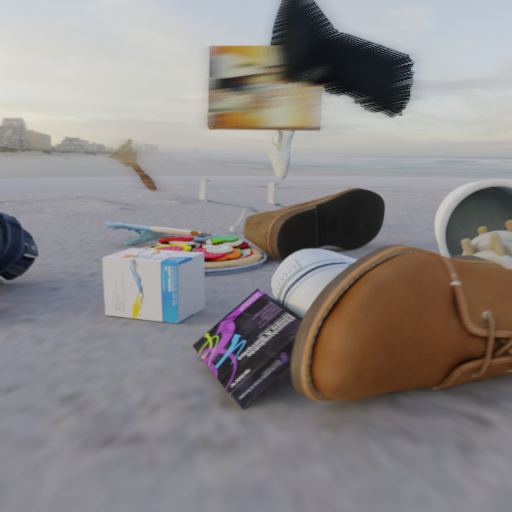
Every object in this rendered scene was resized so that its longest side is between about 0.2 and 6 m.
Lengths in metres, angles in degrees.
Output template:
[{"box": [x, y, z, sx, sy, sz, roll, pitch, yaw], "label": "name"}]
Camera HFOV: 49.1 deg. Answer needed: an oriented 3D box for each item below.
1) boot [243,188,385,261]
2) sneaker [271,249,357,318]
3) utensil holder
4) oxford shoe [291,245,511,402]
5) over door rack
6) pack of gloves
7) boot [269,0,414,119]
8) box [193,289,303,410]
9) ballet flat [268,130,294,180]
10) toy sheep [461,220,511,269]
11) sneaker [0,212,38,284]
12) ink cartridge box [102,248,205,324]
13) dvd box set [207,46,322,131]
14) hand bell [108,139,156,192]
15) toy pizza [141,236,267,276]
[{"box": [1.270, -0.753, 11.413, 3.531, 1.300, 1.332, -12, 20, -40], "label": "boot"}, {"box": [1.305, 0.565, 5.835, 2.617, 0.956, 0.927, 3, 42, -39], "label": "sneaker"}, {"box": [3.686, -0.424, 8.922, 1.611, 1.611, 1.896, 3, 9, 15], "label": "utensil holder"}, {"box": [1.707, 0.574, 4.722, 3.384, 1.207, 1.206, -7, 19, -40], "label": "oxford shoe"}, {"box": [0.106, -0.967, 13.125, 1.996, 0.900, 2.702, 7, -9, 30], "label": "over door rack"}, {"box": [-1.955, -0.370, 12.327, 2.476, 0.489, 2.080, 7, 0, 26], "label": "pack of gloves"}, {"box": [1.082, -2.627, 7.193, 1.706, 0.776, 2.031, 14, 45, -14], "label": "boot"}, {"box": [-0.045, 0.758, 4.922, 0.860, 0.217, 1.203, -41, 22, -10], "label": "box"}, {"box": [0.652, -2.944, 15.455, 0.664, 1.850, 0.664, 10, -23, 4], "label": "ballet flat"}, {"box": [3.201, 0.126, 7.372, 1.072, 1.072, 1.554, 9, 23, 42], "label": "toy sheep"}, {"box": [-3.607, 0.122, 7.652, 0.932, 1.772, 2.453, -34, 58, -2], "label": "sneaker"}, {"box": [-1.259, 0.342, 6.948, 1.037, 0.750, 0.764, 4, 11, 19], "label": "ink cartridge box"}, {"box": [0.177, -3.314, 11.095, 2.249, 1.645, 0.331, 2, 0, 4], "label": "dvd box set"}, {"box": [-2.328, -1.697, 10.984, 0.560, 1.076, 0.560, -35, 16, 12], "label": "hand bell"}, {"box": [-1.069, -0.077, 10.227, 2.533, 0.401, 2.533, 0, 10, 0], "label": "toy pizza"}]
